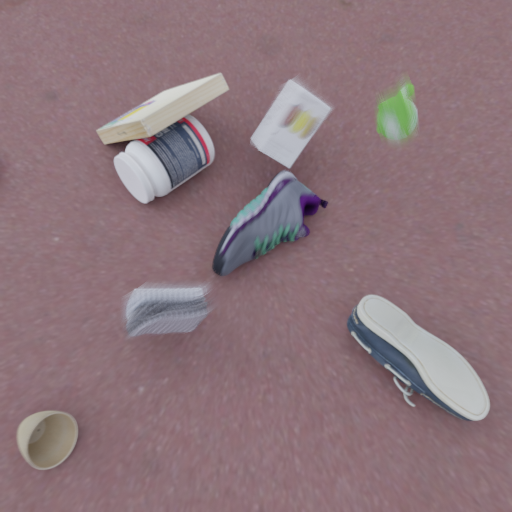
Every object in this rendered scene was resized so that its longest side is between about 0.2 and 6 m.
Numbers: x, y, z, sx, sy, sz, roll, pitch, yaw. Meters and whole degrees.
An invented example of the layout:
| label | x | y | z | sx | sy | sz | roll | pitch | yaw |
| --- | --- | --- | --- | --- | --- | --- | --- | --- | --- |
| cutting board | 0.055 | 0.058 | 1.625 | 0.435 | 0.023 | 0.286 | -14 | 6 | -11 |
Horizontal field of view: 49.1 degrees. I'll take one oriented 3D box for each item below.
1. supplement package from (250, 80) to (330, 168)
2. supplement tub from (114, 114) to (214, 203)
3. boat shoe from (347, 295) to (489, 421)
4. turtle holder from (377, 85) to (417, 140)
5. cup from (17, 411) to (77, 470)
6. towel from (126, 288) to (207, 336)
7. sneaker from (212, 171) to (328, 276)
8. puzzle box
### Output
| label | x | y | z | sx | sy | sz | roll | pitch | yaw |
| --- | --- | --- | --- | --- | --- | --- | --- | --- | --- |
| supplement package | 0.672 | -2.668 | 11.329 | 0.819 | 1.441 | 0.789 | 26 | 19 | -27 |
| supplement tub | -1.876 | -2.020 | 11.564 | 1.786 | 1.253 | 1.253 | -39 | 65 | -22 |
| boat shoe | 2.602 | 1.784 | 9.318 | 2.628 | 0.812 | 0.984 | 39 | 48 | 14 |
| turtle holder | 2.628 | -2.637 | 10.381 | 0.712 | 0.665 | 0.937 | -12 | 91 | 37 |
| cup | -3.352 | 2.796 | 8.755 | 0.628 | 0.878 | 0.878 | 8 | 53 | 38 |
| towel | -1.480 | 0.948 | 9.115 | 1.147 | 1.385 | 0.593 | 0 | 73 | -20 |
| sneaker | 0.312 | -0.511 | 10.769 | 1.198 | 1.018 | 2.736 | 32 | 62 | 13 |
| puzzle box | -2.047 | -3.020 | 11.697 | 1.961 | 0.375 | 2.948 | -38 | 24 | -21 |
